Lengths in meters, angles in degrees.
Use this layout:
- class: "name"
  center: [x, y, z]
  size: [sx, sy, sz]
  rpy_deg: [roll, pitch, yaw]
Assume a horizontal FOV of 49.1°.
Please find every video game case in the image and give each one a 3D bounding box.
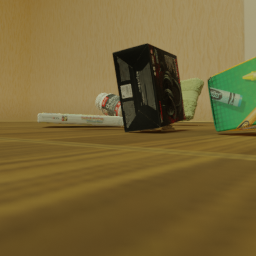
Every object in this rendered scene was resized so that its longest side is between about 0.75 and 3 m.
- class: "video game case"
  center: [-1.409, -0.272, 8.562]
  size: [2.272, 0.286, 2.497]
  rpy_deg: [2, 3, -10]

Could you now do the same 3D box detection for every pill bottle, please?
- class: "pill bottle"
  center: [-0.582, -0.934, 12.257]
  size: [1.752, 1.015, 1.015]
  rpy_deg: [24, 17, 41]

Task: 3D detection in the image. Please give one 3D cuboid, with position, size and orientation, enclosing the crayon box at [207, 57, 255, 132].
- class: "crayon box"
  center: [2.573, -0.594, 3.184]
  size: [1.694, 0.831, 2.852]
  rpy_deg: [-3, -8, -31]

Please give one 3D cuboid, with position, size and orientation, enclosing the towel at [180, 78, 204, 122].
- class: "towel"
  center: [1.536, -1.034, 10.873]
  size: [2.626, 1.948, 0.479]
  rpy_deg: [-1, -33, 41]

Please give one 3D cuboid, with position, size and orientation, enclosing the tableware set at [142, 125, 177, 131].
- class: "tableware set"
  center: [0.516, -0.002, 5.458]
  size: [0.704, 0.098, 0.843]
  rpy_deg: [-5, 5, -8]

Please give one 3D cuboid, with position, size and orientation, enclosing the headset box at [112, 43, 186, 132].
- class: "headset box"
  center: [0.487, -0.684, 5.041]
  size: [0.672, 1.295, 1.740]
  rpy_deg: [-7, 3, 27]
